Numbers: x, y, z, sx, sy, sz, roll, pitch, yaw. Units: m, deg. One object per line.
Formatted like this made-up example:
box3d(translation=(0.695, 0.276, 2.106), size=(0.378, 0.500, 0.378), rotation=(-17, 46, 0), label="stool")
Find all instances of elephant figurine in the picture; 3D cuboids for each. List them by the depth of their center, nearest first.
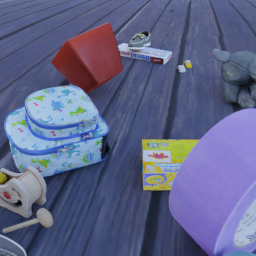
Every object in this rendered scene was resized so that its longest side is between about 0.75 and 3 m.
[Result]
box3d(translation=(4.720, -2.073, 10.222), size=(2.079, 2.279, 2.938), rotation=(18, 40, 40), label="elephant figurine")

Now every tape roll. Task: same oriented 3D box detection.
box3d(translation=(2.069, 1.044, 4.961), size=(2.592, 2.592, 1.101), rotation=(-19, 40, -26), label="tape roll")

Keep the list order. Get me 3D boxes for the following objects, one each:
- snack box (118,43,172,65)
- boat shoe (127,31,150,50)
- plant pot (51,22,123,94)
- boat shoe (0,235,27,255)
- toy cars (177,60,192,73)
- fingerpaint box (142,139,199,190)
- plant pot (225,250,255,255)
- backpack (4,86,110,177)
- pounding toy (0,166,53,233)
box3d(translation=(0.713, -3.759, 14.058), size=(2.836, 0.345, 1.019), rotation=(18, 38, 25), label="snack box")
box3d(translation=(0.566, -4.428, 14.131), size=(0.841, 0.703, 2.353), rotation=(12, 28, 17), label="boat shoe")
box3d(translation=(-1.339, -2.387, 10.292), size=(1.941, 1.710, 1.939), rotation=(-35, 8, -30), label="plant pot")
box3d(translation=(-2.903, 1.925, 4.192), size=(2.738, 0.915, 0.780), rotation=(27, -1, -20), label="boat shoe")
box3d(translation=(2.594, -2.859, 12.807), size=(0.541, 0.267, 1.207), rotation=(21, 40, 29), label="toy cars")
box3d(translation=(1.149, 0.895, 6.982), size=(1.592, 0.584, 1.328), rotation=(0, 34, 0), label="fingerpaint box")
box3d(translation=(1.525, 2.645, 3.610), size=(1.613, 1.618, 1.648), rotation=(-12, 31, -17), label="plant pot")
box3d(translation=(-1.871, 0.012, 7.200), size=(2.324, 1.708, 2.126), rotation=(-18, 45, -22), label="backpack")
box3d(translation=(-2.350, 1.402, 5.718), size=(1.786, 1.021, 1.025), rotation=(11, 34, 29), label="pounding toy")
